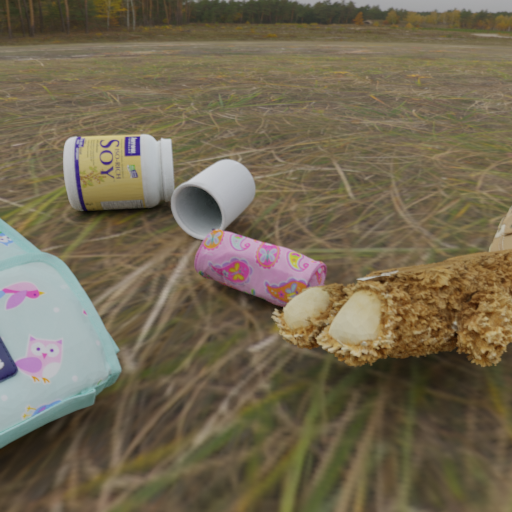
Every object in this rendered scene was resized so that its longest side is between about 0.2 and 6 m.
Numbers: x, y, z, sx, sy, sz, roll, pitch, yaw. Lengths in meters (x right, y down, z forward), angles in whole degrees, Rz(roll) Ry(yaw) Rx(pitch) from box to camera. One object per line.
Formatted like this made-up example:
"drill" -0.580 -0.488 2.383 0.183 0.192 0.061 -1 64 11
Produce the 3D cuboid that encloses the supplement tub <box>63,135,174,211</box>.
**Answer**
"supplement tub" -2.557 -1.590 10.684 1.929 1.402 1.402 -4 26 -7

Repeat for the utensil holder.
"utensil holder" -0.697 -1.007 9.663 1.040 1.040 1.223 13 35 24

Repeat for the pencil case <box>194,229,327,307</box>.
"pencil case" 0.048 0.190 7.625 1.781 0.779 0.779 17 30 24

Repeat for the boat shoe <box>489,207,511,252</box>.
"boat shoe" 4.245 -0.393 8.927 0.862 0.781 2.419 11 28 22

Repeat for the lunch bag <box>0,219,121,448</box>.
"lunch bag" -3.058 0.824 5.374 2.856 1.742 2.433 32 35 30

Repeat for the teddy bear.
"teddy bear" 1.816 0.652 6.144 2.382 1.097 3.285 -8 1 44
